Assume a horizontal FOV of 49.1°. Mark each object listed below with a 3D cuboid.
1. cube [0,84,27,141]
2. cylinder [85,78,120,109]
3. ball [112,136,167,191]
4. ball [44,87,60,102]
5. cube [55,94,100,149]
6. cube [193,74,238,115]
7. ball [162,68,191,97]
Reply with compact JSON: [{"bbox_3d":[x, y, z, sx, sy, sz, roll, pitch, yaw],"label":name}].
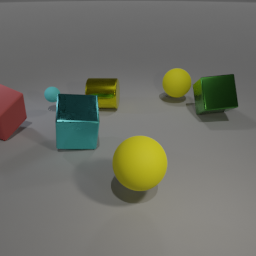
[{"bbox_3d":[-4.892,-0.650,10.587,1.400,1.400,1.400,22,49,8],"label":"cube"},{"bbox_3d":[-1.156,-1.611,13.014,1.400,1.400,1.400,1,28,5],"label":"cylinder"},{"bbox_3d":[0.300,0.897,7.172,1.400,1.400,1.400,0,28,0],"label":"ball"},{"bbox_3d":[-3.386,-1.495,12.538,0.700,0.700,0.700,0,28,0],"label":"ball"},{"bbox_3d":[-1.786,-0.220,9.848,1.400,1.400,1.400,1,47,-12],"label":"cube"},{"bbox_3d":[3.711,-1.408,12.044,1.400,1.400,1.400,-6,-4,-1],"label":"cube"},{"bbox_3d":[2.381,-2.197,13.670,1.400,1.400,1.400,0,28,0],"label":"ball"}]
